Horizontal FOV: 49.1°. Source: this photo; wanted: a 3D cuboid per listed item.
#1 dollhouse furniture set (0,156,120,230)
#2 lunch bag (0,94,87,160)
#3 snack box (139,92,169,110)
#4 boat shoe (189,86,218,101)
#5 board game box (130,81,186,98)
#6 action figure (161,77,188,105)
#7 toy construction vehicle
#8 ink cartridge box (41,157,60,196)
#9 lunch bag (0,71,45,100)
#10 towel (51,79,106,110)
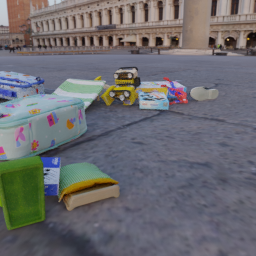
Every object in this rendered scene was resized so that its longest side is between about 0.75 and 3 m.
[{"bbox_3d":[-1.236,0.746,4.947,2.005,1.006,1.313,-9,20,-27],"label":"dollhouse furniture set"},{"bbox_3d":[-2.785,-0.170,7.585,2.361,1.135,2.944,11,21,32],"label":"lunch bag"},{"bbox_3d":[1.045,-1.193,11.948,1.157,0.370,1.992,2,17,0],"label":"snack box"},{"bbox_3d":[3.411,-1.600,12.944,1.689,0.638,0.509,3,15,-32],"label":"boat shoe"},{"bbox_3d":[1.431,-1.936,14.050,2.497,0.504,1.911,-2,18,-5],"label":"board game box"},{"bbox_3d":[1.895,-1.589,12.346,0.907,0.598,1.832,-7,39,-31],"label":"action figure"},{"bbox_3d":[-0.691,-1.759,12.780,2.991,1.053,2.604,2,35,26],"label":"toy construction vehicle"},{"bbox_3d":[-1.469,0.832,4.982,0.491,0.231,1.044,1,18,-12],"label":"ink cartridge box"},{"bbox_3d":[-5.294,-1.928,12.899,2.705,1.022,2.168,10,18,10],"label":"lunch bag"},{"bbox_3d":[-2.241,-1.307,11.303,2.008,0.308,2.633,8,36,20],"label":"towel"}]
